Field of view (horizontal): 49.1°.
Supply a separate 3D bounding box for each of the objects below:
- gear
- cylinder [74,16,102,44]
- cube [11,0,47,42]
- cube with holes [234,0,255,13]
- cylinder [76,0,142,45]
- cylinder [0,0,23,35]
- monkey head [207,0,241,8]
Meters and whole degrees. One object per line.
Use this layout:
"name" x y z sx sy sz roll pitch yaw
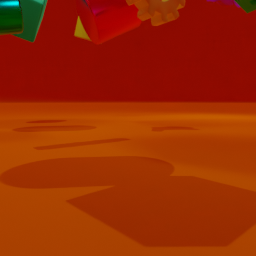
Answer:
"gear" 0.498 -2.678 5.122 1.482 1.482 0.274 -5 4 -41
"cylinder" -1.294 -3.617 9.907 1.010 1.010 1.010 15 14 -4
"cube" -2.920 -3.364 7.526 1.265 1.265 1.265 17 -40 -20
"cube with holes" 1.215 -1.712 2.395 0.846 0.846 0.846 -15 -16 42
"cylinder" -0.516 -3.152 7.593 1.348 1.348 1.348 -28 14 -15
"cylinder" -2.800 -2.445 5.826 0.982 0.982 0.982 -15 11 -25
"monkey head" 2.667 -3.955 7.624 0.963 1.599 1.150 -2 -34 0
